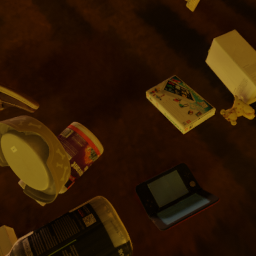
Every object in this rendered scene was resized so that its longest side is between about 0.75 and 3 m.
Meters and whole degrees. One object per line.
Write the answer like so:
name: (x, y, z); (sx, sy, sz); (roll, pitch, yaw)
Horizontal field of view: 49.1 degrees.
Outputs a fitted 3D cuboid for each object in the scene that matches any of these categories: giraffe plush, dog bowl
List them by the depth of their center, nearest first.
dog bowl: (-1.755, 0.538, 5.099); (1.706, 1.706, 0.500); (34, 44, 15)
giraffe plush: (3.471, -0.489, 8.978); (0.780, 0.961, 0.829); (-44, 37, 6)

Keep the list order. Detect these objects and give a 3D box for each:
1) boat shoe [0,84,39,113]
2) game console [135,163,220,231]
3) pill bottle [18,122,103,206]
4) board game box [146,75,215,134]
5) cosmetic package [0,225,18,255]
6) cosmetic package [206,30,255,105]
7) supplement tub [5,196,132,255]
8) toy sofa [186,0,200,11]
boat shoe: (-4.307, -0.937, 9.149); (2.819, 1.017, 1.015); (21, 91, 2)
game console: (1.264, 1.781, 7.650); (1.756, 1.042, 1.513); (-24, 66, -12)
pill bottle: (-1.884, 1.017, 7.904); (1.264, 1.264, 2.269); (38, 70, 17)
board game box: (1.330, -0.661, 7.281); (1.003, 0.275, 1.589); (-30, 55, -14)
cosmetic package: (-3.706, 3.408, 7.046); (1.879, 0.668, 0.989); (-28, 68, -13)
cosmetic package: (3.745, -2.013, 9.433); (0.959, 1.217, 2.261); (-25, 68, -11)
supplement tub: (-1.444, 2.949, 6.517); (2.784, 1.706, 1.706); (-25, 66, -21)
toy sofa: (1.328, -3.985, 7.750); (1.576, 0.653, 0.769); (38, 112, 16)
